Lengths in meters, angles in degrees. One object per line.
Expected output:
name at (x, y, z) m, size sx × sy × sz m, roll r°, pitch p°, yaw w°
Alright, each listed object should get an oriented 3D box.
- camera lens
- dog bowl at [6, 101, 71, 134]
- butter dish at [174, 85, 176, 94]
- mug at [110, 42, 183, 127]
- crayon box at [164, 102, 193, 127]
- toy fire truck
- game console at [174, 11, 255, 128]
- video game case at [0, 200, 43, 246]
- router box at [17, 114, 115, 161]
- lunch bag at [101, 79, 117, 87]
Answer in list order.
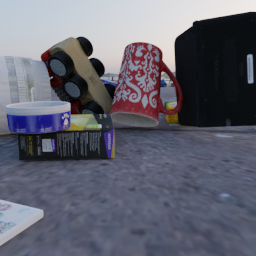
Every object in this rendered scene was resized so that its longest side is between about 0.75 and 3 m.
camera lens at (-3.698, -0.886, 7.707) m, size 2.718 × 2.174 × 2.174 m, roll -5°, pitch 11°, yaw -27°
dog bowl at (-1.699, -0.232, 5.395) m, size 1.176 × 0.463 × 1.176 m, roll -1°, pitch 12°, yaw 0°
butter dish at (2.795, -1.139, 12.377) m, size 1.638 × 1.211 × 1.634 m, roll 1°, pitch 55°, yaw -8°
mug at (0.568, -1.283, 8.789) m, size 2.051 × 2.311 × 1.542 m, roll 11°, pitch -13°, yaw -14°
crayon box at (2.086, -0.550, 10.177) m, size 1.366 × 0.560 × 2.173 m, roll 1°, pitch 14°, yaw 2°
toy fire truck at (-2.269, -1.162, 9.118) m, size 2.982 × 2.625 × 1.918 m, roll -8°, pitch 35°, yaw 38°
game console at (2.490, -1.507, 8.103) m, size 2.537 × 2.885 × 1.679 m, roll -3°, pitch 4°, yaw 21°
video game case at (-1.546, 1.022, 2.961) m, size 0.861 × 0.112 × 0.946 m, roll 5°, pitch 11°, yaw 23°
router box at (-1.279, 0.122, 6.498) m, size 1.860 × 0.618 × 2.366 m, roll -1°, pitch 10°, yaw -6°
lunch bag at (-0.570, -2.309, 16.997) m, size 2.372 × 1.116 × 1.786 m, roll 4°, pitch 6°, yaw -2°
